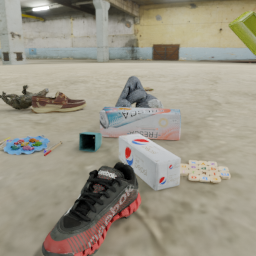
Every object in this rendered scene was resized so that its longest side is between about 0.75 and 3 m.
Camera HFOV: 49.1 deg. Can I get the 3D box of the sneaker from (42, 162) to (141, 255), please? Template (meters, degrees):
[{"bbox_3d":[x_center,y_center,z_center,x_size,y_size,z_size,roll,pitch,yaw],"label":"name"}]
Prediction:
[{"bbox_3d":[-0.529,1.266,4.686,0.811,1.120,2.293,13,22,30],"label":"sneaker"}]

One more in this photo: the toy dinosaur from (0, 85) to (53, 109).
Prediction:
[{"bbox_3d":[-5.195,-1.309,13.622,2.767,1.065,1.415,-16,-27,-1],"label":"toy dinosaur"}]

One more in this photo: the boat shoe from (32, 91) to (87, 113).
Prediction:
[{"bbox_3d":[-3.318,-1.308,13.577,2.626,0.945,0.947,-5,17,-16],"label":"boat shoe"}]

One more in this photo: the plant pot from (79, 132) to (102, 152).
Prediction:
[{"bbox_3d":[-1.110,0.387,8.717,0.537,0.538,0.761,5,9,16],"label":"plant pot"}]

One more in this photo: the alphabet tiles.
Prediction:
[{"bbox_3d":[1.903,1.088,7.053,1.230,0.090,1.203,3,16,10],"label":"alphabet tiles"}]

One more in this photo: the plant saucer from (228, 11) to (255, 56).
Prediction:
[{"bbox_3d":[4.083,-3.173,9.078,1.346,1.348,0.323,-40,-3,-32],"label":"plant saucer"}]

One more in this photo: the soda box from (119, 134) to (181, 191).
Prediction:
[{"bbox_3d":[0.459,0.767,7.049,0.656,0.702,2.061,-8,18,-25],"label":"soda box"}]

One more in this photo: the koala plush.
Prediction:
[{"bbox_3d":[0.597,-1.153,12.195,1.920,1.764,1.702,25,-5,-3],"label":"koala plush"}]

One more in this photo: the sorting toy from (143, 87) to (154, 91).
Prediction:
[{"bbox_3d":[1.385,-2.687,19.559,0.504,0.177,1.044,-6,18,-18],"label":"sorting toy"}]

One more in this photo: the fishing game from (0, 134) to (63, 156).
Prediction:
[{"bbox_3d":[-3.159,0.459,8.822,2.020,0.314,1.447,5,20,17],"label":"fishing game"}]

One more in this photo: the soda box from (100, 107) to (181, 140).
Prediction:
[{"bbox_3d":[0.438,-0.181,9.781,2.769,0.947,0.880,2,17,6],"label":"soda box"}]
